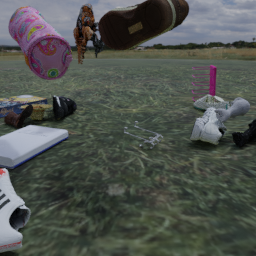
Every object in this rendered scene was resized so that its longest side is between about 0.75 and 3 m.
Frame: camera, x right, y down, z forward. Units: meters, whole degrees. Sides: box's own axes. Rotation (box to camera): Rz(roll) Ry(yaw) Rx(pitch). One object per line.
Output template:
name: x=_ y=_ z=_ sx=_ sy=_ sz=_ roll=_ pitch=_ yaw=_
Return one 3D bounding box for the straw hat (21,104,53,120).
straw hat: x=-3.783 y=-0.622 z=11.638 sx=1.363 sy=0.577 sz=1.363 roll=0 pitch=11 yaw=0

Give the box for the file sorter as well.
file sorter: x=4.115 y=-2.421 z=15.327 sx=1.151 sy=1.836 sz=1.276 roll=-1 pitch=17 yaw=6

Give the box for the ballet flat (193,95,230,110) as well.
ballet flat: x=3.917 y=-1.143 z=13.018 sx=0.841 sy=0.841 sz=2.343 roll=-7 pitch=18 yaw=-20

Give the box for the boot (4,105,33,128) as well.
boot: x=-4.327 y=-0.546 z=11.008 sx=1.136 sy=0.365 sz=1.058 roll=15 pitch=67 yaw=42

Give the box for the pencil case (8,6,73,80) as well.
pencil case: x=-2.499 y=-2.460 z=7.823 sx=1.269 sy=1.269 sz=2.903 roll=-9 pitch=37 yaw=-27

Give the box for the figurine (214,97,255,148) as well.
figurine: x=3.629 y=-0.178 z=9.179 sx=1.501 sy=0.662 sz=1.538 roll=-20 pitch=68 yaw=-35

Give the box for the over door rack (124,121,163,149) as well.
over door rack: x=0.481 y=0.259 z=9.057 sx=1.110 sy=0.370 sz=0.820 roll=30 pitch=28 yaw=18

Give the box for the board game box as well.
board game box: x=-5.448 y=-1.081 z=13.295 sx=1.791 sy=0.457 sz=2.643 roll=13 pitch=21 yaw=36

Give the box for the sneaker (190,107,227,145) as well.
sneaker: x=2.900 y=-0.037 z=9.594 sx=0.976 sy=0.905 sz=2.407 roll=20 pitch=28 yaw=21

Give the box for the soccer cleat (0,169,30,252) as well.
soccer cleat: x=-2.229 y=1.429 z=5.077 sx=0.907 sy=0.731 sz=2.130 roll=3 pitch=20 yaw=-16

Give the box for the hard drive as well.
hard drive: x=-3.238 y=0.478 z=8.583 sx=1.666 sy=0.320 sz=2.525 roll=7 pitch=19 yaw=21

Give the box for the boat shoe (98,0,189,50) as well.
boat shoe: x=0.334 y=-2.565 z=6.926 sx=1.039 sy=1.038 sz=2.810 roll=-29 pitch=26 yaw=-29

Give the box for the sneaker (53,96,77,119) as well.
sneaker: x=-2.749 y=-1.002 z=12.434 sx=1.057 sy=0.915 sz=2.415 roll=0 pitch=17 yaw=-18

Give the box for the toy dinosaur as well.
toy dinosaur: x=-1.622 y=-3.394 z=10.294 sx=1.170 sy=2.291 sz=1.555 roll=23 pitch=-14 yaw=19
